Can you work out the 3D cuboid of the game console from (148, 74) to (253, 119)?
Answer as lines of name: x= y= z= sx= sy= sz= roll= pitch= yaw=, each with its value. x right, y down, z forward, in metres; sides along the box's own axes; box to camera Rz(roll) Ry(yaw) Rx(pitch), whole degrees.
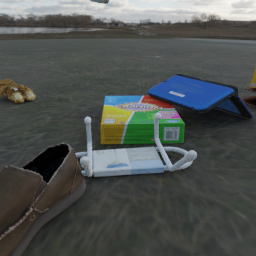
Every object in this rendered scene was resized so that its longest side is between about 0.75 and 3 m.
game console: x=2.153 y=-0.721 z=8.526 sx=2.041 sy=1.415 sz=2.391 roll=-30 pitch=31 yaw=-22

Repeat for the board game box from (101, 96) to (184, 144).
board game box: x=0.298 y=-0.323 z=7.837 sx=2.015 sy=0.531 sz=2.633 roll=-1 pitch=21 yaw=-2

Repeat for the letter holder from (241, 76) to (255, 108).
letter holder: x=5.189 y=-1.402 z=9.909 sx=2.145 sy=1.079 sz=1.524 roll=-7 pitch=21 yaw=-18

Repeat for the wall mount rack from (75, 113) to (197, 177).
wall mount rack: x=0.025 y=0.429 z=5.227 sx=2.737 sy=1.021 sz=2.378 roll=-4 pitch=22 yaw=-7

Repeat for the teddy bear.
teddy bear: x=-4.248 y=-1.309 z=10.527 sx=1.770 sy=0.591 sz=1.283 roll=17 pitch=33 yaw=20

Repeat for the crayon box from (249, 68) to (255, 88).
crayon box: x=3.788 y=-1.449 z=7.571 sx=1.048 sy=0.659 sz=0.270 roll=-4 pitch=38 yaw=-8

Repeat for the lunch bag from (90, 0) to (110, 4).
lunch bag: x=-1.022 y=-4.624 z=9.468 sx=0.930 sy=0.746 sz=0.359 roll=20 pitch=70 yaw=24

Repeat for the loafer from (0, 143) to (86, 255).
loafer: x=-1.657 y=0.979 z=3.766 sx=1.054 sy=1.024 sz=2.886 roll=8 pitch=22 yaw=21
